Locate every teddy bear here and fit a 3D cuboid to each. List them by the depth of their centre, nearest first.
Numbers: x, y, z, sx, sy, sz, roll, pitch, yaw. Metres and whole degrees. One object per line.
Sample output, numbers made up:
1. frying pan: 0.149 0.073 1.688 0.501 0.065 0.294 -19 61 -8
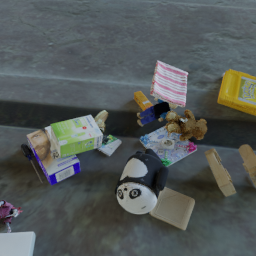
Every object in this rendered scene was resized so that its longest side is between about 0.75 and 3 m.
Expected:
1. teddy bear: 2.106 -0.081 10.421 1.704 0.569 1.235 -6 71 -28

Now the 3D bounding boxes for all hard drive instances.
1. hard drive: -4.019 3.769 7.448 2.749 0.361 1.813 -2 48 -2

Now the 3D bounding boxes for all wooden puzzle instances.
1. wooden puzzle: 1.384 2.478 8.735 1.184 0.221 1.096 23 52 13

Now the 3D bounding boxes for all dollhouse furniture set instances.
1. dollhouse furniture set: 3.750 1.086 8.917 2.082 1.913 1.355 -27 49 16

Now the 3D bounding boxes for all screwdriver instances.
1. screwdriver: -3.367 1.247 9.789 0.283 0.271 1.943 -41 55 6

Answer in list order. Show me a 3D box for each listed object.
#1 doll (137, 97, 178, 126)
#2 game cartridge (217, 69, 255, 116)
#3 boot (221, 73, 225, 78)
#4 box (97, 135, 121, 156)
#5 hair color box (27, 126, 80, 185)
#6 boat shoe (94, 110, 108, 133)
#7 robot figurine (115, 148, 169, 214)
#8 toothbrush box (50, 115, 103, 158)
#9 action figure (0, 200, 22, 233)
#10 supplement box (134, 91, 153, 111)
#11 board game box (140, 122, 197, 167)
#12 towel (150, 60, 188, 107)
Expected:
1. doll: 1.128 -0.676 10.731 1.686 0.409 1.150 -23 53 30
2. game cartridge: 5.204 -1.478 11.922 2.461 0.399 2.169 21 52 7
3. boot: 4.493 -2.285 12.953 0.392 0.301 0.819 16 44 26
4. box: -0.684 0.638 10.400 0.556 0.140 0.771 27 53 21
5. hair color box: -2.629 0.877 9.825 1.113 0.660 2.037 -24 51 -25
6. boat shoe: -1.148 0.001 10.727 0.522 0.582 1.571 26 63 17
7. robot figurine: 0.411 1.622 8.726 1.292 1.555 2.070 21 50 1
8. toothbrush box: -1.775 0.264 9.650 1.497 0.644 1.090 -13 49 -25
9. action figure: -3.878 2.600 8.458 1.349 0.904 1.005 -4 6 -19
10. supplement box: 0.642 -1.096 11.800 0.376 0.364 1.093 -23 53 -19
11. board game box: 1.497 0.560 10.429 1.565 0.202 1.565 -25 53 -21
12. towel: 1.379 -1.466 9.046 1.180 0.241 1.613 20 54 -9
